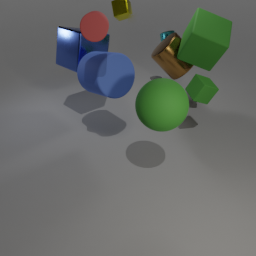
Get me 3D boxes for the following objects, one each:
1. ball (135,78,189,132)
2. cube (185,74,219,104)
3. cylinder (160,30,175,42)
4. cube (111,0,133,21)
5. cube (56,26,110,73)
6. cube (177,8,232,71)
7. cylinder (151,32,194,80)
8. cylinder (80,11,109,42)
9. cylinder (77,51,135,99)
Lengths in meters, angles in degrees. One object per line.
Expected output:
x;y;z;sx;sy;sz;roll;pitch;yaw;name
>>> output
0.889;-0.604;7.369;1.400;1.400;1.400;0;33;0;ball
2.580;-1.355;9.807;0.700;0.700;0.700;9;39;-31;cube
1.887;-4.099;13.065;0.700;0.700;0.700;-11;7;1;cylinder
-0.253;-5.282;12.454;0.700;0.700;0.700;-10;2;19;cube
-1.715;-2.950;10.534;1.400;1.400;1.400;27;28;37;cube
2.833;-3.261;10.419;1.400;1.400;1.400;21;60;-5;cube
1.936;-3.006;11.777;1.400;1.400;1.400;42;19;-18;cylinder
-0.852;-2.627;7.219;0.700;0.700;0.700;-1;25;-1;cylinder
-0.730;-1.753;9.122;1.400;1.400;1.400;-22;26;-30;cylinder
